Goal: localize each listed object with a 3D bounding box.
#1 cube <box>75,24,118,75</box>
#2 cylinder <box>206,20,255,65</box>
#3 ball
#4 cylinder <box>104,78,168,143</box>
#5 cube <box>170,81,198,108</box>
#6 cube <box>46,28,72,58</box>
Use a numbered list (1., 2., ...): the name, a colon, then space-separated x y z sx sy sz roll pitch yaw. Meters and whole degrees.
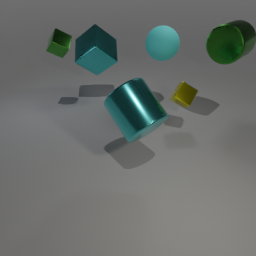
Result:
1. cube: -1.462 -3.548 12.862 1.400 1.400 1.400 -25 57 35
2. cylinder: 3.829 -3.190 10.379 1.400 1.400 1.400 22 35 32
3. ball: 1.419 -3.479 11.550 1.400 1.400 1.400 0 30 0
4. cylinder: 0.232 -0.503 8.206 1.400 1.400 1.400 -25 77 -36
5. cube: 2.129 -1.264 10.745 0.700 0.700 0.700 31 -5 -5
6. cube: -2.710 -3.324 11.022 0.700 0.700 0.700 19 62 -28
